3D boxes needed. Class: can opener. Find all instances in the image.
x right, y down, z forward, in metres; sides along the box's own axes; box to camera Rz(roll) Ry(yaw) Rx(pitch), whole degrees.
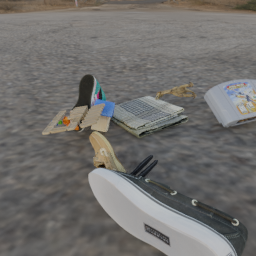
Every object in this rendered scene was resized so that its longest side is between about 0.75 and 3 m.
[{"bbox_3d":[0.175,0.945,5.557,1.042,0.330,0.409,-38,8,1],"label":"can opener"}]

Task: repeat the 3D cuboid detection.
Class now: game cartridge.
[{"bbox_3d":[3.512,-0.840,8.648,2.153,0.447,1.434,-12,64,-19],"label":"game cartridge"}]

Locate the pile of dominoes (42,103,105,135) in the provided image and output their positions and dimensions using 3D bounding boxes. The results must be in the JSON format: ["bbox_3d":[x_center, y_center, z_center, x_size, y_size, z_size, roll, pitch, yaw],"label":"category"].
[{"bbox_3d":[-1.235,-0.175,6.891,1.263,0.258,1.620,-8,22,7],"label":"pile of dominoes"}]

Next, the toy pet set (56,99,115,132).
[{"bbox_3d":[-1.164,-0.429,7.772,1.470,0.836,1.574,11,7,-1],"label":"toy pet set"}]

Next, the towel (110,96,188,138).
[{"bbox_3d":[0.534,-0.477,8.835,2.049,0.368,2.128,-18,33,-31],"label":"towel"}]

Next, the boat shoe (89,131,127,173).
[{"bbox_3d":[-0.520,0.663,6.041,0.446,0.493,1.384,-24,63,-25],"label":"boat shoe"}]

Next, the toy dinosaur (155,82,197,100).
[{"bbox_3d":[1.881,-1.299,9.721,1.987,0.578,1.005,-7,10,-32],"label":"toy dinosaur"}]

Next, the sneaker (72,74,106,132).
[{"bbox_3d":[-1.156,-0.634,8.307,0.701,1.676,1.012,13,-7,21],"label":"sneaker"}]

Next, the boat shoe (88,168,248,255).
[{"bbox_3d":[0.486,1.327,4.564,2.842,0.975,0.805,22,40,39],"label":"boat shoe"}]
